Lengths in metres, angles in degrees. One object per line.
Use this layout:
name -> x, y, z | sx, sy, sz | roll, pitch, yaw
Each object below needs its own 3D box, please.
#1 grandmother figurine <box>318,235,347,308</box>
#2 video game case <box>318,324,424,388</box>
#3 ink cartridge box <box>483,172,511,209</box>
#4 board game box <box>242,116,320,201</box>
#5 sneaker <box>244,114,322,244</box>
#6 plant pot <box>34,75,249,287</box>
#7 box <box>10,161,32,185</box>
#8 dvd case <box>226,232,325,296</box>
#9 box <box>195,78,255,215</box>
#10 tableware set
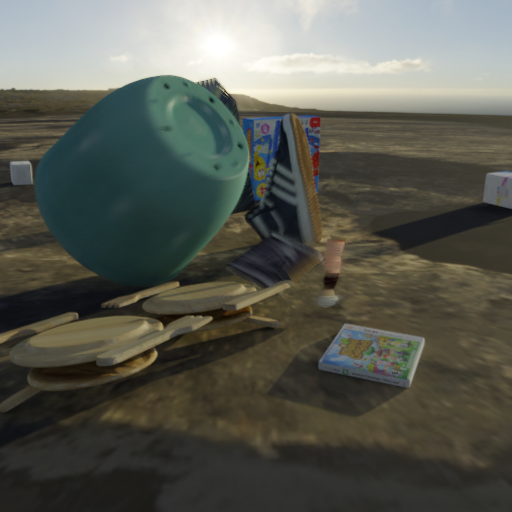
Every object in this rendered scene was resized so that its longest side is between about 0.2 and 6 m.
grandmother figurine -> 1.045, 0.219, 7.741 | 0.306, 1.011, 0.613 | 13, 5, 23
video game case -> 1.385, 1.142, 6.610 | 1.021, 0.124, 1.121 | 8, 20, 23
ink cartridge box -> 6.453, -1.621, 13.975 | 0.784, 0.764, 1.220 | -9, 20, -27
board game box -> 0.687, -2.647, 14.998 | 2.122, 2.078, 0.593 | -11, 21, -28
sneaker -> 0.397, -1.359, 10.601 | 1.327, 2.446, 0.857 | -6, 12, 23
plant pot -> -1.434, -1.245, 8.147 | 2.204, 2.747, 2.747 | -36, -7, 38
box -> -7.058, -2.487, 16.820 | 0.548, 0.639, 0.636 | -6, 19, -27
dvd case -> 0.288, 0.085, 7.917 | 0.890, 0.096, 1.197 | 25, 40, 27
box -> -0.707, -2.231, 11.011 | 0.666, 2.058, 2.610 | -15, 27, -6
tableware set -> -1.178, 0.927, 6.501 | 2.202, 0.668, 3.332 | -2, 8, 34
